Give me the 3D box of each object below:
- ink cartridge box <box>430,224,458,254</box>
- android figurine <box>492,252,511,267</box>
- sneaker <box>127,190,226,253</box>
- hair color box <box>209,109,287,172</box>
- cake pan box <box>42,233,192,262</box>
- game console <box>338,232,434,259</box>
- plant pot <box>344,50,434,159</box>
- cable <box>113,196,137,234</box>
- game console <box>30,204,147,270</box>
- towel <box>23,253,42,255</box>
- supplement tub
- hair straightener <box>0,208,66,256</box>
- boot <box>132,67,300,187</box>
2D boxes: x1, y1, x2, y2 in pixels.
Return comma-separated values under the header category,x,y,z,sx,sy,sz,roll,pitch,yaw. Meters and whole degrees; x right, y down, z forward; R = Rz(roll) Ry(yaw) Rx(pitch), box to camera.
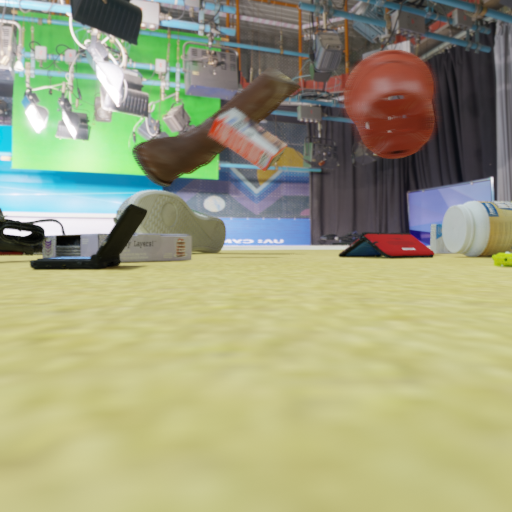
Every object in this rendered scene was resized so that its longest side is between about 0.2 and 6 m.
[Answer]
category,x,y,z,sx,sy,sz,roll,pitch,yaw
ink cartridge box,4.463,-0.384,12.665,0.940,0.680,0.396,0,1,-3
android figurine,2.735,0.044,5.641,0.694,0.157,0.763,-1,3,-19
sneaker,-2.206,-0.648,12.021,1.922,1.199,3.259,7,-6,25
hair color box,-0.129,-1.958,9.409,1.155,0.369,0.641,35,36,5
cake pan box,-1.842,-0.111,7.352,1.395,0.396,1.515,-2,0,41
game console,2.111,-0.014,9.105,1.132,0.672,0.976,-1,33,-34
plant pot,2.794,-3.007,11.495,1.908,1.908,1.855,0,35,7
cable,-2.635,-0.815,13.836,1.683,1.684,0.583,-16,49,-13
game console,-1.582,-0.181,5.440,0.919,0.608,1.045,0,1,-2
towel,-5.238,-0.190,11.228,2.090,0.360,1.385,0,2,-26
supplement tub,3.924,-0.448,9.426,1.304,0.943,0.943,0,1,-10
hair straightener,-3.172,-0.192,6.770,0.889,0.473,2.310,-30,-22,31
boot,-0.768,-2.988,12.324,3.494,1.122,3.256,-31,7,20
